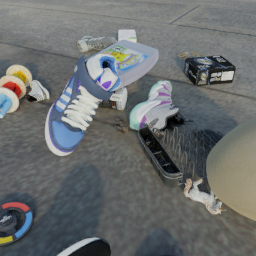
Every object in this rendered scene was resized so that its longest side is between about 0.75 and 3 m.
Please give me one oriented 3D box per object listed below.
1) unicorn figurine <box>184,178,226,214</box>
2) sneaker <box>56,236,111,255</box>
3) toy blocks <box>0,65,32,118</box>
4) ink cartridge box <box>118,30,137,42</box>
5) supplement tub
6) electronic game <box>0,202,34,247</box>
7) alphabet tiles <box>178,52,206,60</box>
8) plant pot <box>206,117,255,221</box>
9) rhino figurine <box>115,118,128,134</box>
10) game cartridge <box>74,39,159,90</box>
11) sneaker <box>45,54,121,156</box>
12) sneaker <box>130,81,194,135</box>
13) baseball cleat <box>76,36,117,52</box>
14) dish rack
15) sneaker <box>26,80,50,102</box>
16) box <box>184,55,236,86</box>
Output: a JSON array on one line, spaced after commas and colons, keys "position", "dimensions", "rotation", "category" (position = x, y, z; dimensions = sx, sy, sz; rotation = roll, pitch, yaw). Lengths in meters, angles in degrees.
[{"position": [1.847, 1.609, 6.608], "dimensions": [1.124, 0.415, 0.772], "rotation": [5, 44, 32], "category": "unicorn figurine"}, {"position": [-1.120, 2.911, 4.128], "dimensions": [2.726, 0.953, 1.227], "rotation": [-36, 46, -24], "category": "sneaker"}, {"position": [-4.915, -1.304, 9.940], "dimensions": [2.328, 1.014, 2.793], "rotation": [4, 36, -5], "category": "toy blocks"}, {"position": [-0.054, -4.921, 15.458], "dimensions": [0.977, 0.562, 1.668], "rotation": [-1, 36, -1], "category": "ink cartridge box"}, {"position": [-0.764, -1.122, 9.965], "dimensions": [1.355, 0.830, 0.830], "rotation": [8, 37, 10], "category": "supplement tub"}, {"position": [-2.610, 2.054, 6.069], "dimensions": [1.106, 0.230, 1.106], "rotation": [0, 36, 0], "category": "electronic game"}, {"position": [3.284, -3.525, 13.972], "dimensions": [1.413, 0.045, 1.176], "rotation": [28, 45, 33], "category": "alphabet tiles"}, {"position": [2.715, 0.934, 6.184], "dimensions": [1.619, 2.412, 2.412], "rotation": [-12, 24, 39], "category": "plant pot"}, {"position": [-0.221, -0.102, 9.039], "dimensions": [0.370, 0.253, 0.847], "rotation": [4, 32, -16], "category": "rhino figurine"}, {"position": [-0.257, -2.395, 10.357], "dimensions": [1.963, 0.596, 2.943], "rotation": [30, 51, 26], "category": "game cartridge"}, {"position": [-1.172, -0.797, 7.804], "dimensions": [1.182, 2.147, 2.933], "rotation": [31, 55, -27], "category": "sneaker"}, {"position": [1.369, -0.568, 9.196], "dimensions": [1.770, 0.984, 2.531], "rotation": [20, 50, 23], "category": "sneaker"}, {"position": [-1.660, -4.203, 14.417], "dimensions": [2.336, 0.815, 1.243], "rotation": [13, 43, 34], "category": "baseball cleat"}, {"position": [1.772, 0.574, 7.726], "dimensions": [2.642, 0.721, 2.027], "rotation": [-12, 38, -16], "category": "dish rack"}, {"position": [-3.606, -1.402, 10.642], "dimensions": [0.742, 0.487, 1.290], "rotation": [-25, 45, -33], "category": "sneaker"}, {"position": [3.438, -2.454, 11.891], "dimensions": [1.690, 0.728, 1.384], "rotation": [-6, 36, -9], "category": "box"}]
